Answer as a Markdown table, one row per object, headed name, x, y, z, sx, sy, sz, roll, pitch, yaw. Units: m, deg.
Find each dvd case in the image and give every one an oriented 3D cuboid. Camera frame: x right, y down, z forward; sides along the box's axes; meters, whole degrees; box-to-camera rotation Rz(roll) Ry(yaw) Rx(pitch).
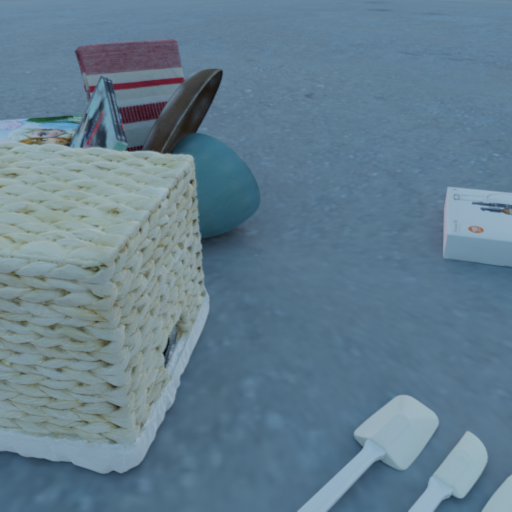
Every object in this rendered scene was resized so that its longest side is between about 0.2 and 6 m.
| name | x | y | z | sx | sy | sz | roll | pitch | yaw |
| --- | --- | --- | --- | --- | --- | --- | --- | --- | --- |
| dvd case | -2.335 | -1.596 | 8.115 | 0.207 | 1.371 | 1.878 | 16 | 35 | -33 |

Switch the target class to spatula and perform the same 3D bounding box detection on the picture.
| name | x | y | z | sx | sy | sz | roll | pitch | yaw |
| --- | --- | --- | --- | --- | --- | --- | --- | --- | --- |
| spatula | 1.192 | 2.107 | 4.427 | 1.696 | 0.196 | 2.439 | 31 | 43 | 34 |

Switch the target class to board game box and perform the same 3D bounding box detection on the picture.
| name | x | y | z | sx | sy | sz | roll | pitch | yaw |
| --- | --- | --- | --- | --- | --- | --- | --- | --- | --- |
| board game box | -3.844 | -2.044 | 11.066 | 3.123 | 0.644 | 3.131 | -9 | 31 | -15 |

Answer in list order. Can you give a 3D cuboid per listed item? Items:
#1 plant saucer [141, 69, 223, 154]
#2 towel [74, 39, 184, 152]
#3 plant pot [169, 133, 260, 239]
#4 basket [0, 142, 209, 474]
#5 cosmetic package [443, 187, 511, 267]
| name | x | y | z | sx | sy | sz | roll | pitch | yaw |
| --- | --- | --- | --- | --- | --- | --- | --- | --- | --- |
| plant saucer | -1.258 | -1.980 | 8.778 | 0.369 | 2.301 | 2.301 | 31 | 32 | -4 |
| towel | -1.919 | -2.283 | 9.531 | 1.865 | 2.590 | 0.295 | -20 | 19 | -37 |
| plant pot | -0.877 | -0.866 | 8.323 | 1.573 | 1.573 | 1.059 | 20 | 55 | 31 |
| basket | -2.013 | 0.279 | 5.612 | 2.670 | 2.147 | 2.646 | 7 | 30 | 8 |
| cosmetic package | 3.584 | -0.469 | 8.557 | 1.348 | 0.462 | 1.789 | 6 | 31 | 15 |
